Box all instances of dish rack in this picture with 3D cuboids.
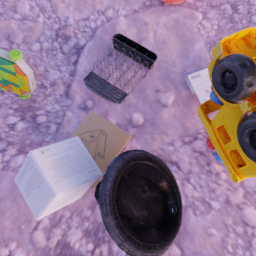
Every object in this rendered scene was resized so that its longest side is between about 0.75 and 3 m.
[{"bbox_3d":[-0.262,-1.642,7.880,1.494,0.531,1.948,33,65,13],"label":"dish rack"}]

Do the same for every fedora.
[{"bbox_3d":[0.106,1.627,6.067,2.362,1.079,2.362,14,68,-39],"label":"fedora"}]

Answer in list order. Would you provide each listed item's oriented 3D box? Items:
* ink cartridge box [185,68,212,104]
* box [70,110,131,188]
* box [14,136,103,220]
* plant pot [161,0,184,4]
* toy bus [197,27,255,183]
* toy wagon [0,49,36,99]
[{"bbox_3d":[2.365,-1.202,7.942,1.167,0.254,1.012,-21,83,-8],"label":"ink cartridge box"},{"bbox_3d":[-0.927,0.507,7.309,1.347,0.175,1.648,33,74,13],"label":"box"},{"bbox_3d":[-1.506,1.055,6.030,1.264,1.258,1.083,-18,67,-46],"label":"box"},{"bbox_3d":[1.450,-4.784,8.534,1.438,1.272,1.438,9,62,-17],"label":"plant pot"},{"bbox_3d":[2.534,-0.283,6.160,1.947,2.755,2.870,-21,79,-26],"label":"toy bus"},{"bbox_3d":[-3.326,-1.550,7.401,1.915,1.486,0.379,23,52,9],"label":"toy wagon"}]
